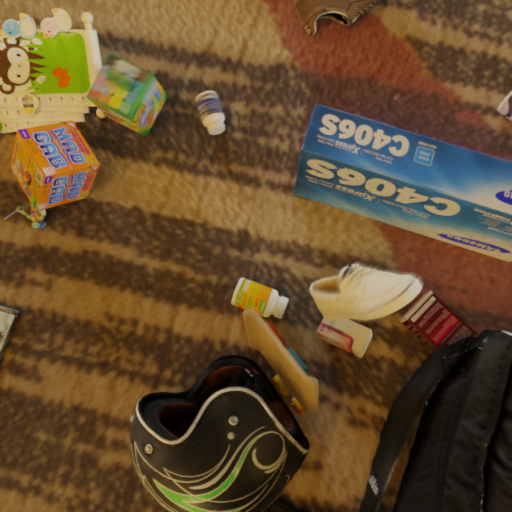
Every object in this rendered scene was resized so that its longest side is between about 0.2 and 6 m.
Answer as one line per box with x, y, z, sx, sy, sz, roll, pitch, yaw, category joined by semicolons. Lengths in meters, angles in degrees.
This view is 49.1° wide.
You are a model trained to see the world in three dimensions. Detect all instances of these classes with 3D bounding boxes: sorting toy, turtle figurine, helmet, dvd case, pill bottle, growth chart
0.460;1.827;9.132;0.286;2.138;1.593;-36;61;-16;sorting toy
-4.184;-0.919;10.475;0.527;0.732;0.710;-15;65;37;turtle figurine
-0.657;2.904;8.690;2.354;2.469;2.469;-37;78;2;helmet
-5.071;1.550;10.144;1.072;0.162;1.469;17;75;4;dvd case
0.078;0.795;10.141;0.945;0.525;0.525;20;77;6;pill bottle
-0.887;-2.825;11.119;0.437;0.437;0.787;-17;77;-4;pill bottle
-4.417;-3.389;10.752;3.106;0.275;2.247;-14;117;-5;growth chart

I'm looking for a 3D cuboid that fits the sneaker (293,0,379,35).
2.022;-5.299;11.687;2.482;0.874;0.937;-16;99;-4;sneaker

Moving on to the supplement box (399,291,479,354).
3.344;1.361;10.058;0.735;0.411;1.350;-43;79;-10;supplement box

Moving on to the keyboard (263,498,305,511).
0.307;5.114;9.078;3.816;0.489;2.291;29;77;6;keyboard

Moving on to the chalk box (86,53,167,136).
-2.400;-2.995;10.341;0.951;1.523;0.944;28;90;5;chalk box

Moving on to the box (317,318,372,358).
1.565;1.386;9.896;0.856;0.548;0.467;24;77;20;box

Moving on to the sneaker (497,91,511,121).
6.081;-3.341;11.001;1.531;0.939;2.353;39;79;8;sneaker

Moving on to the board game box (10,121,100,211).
-3.717;-1.661;10.296;1.067;1.068;1.067;-24;74;-39;board game box

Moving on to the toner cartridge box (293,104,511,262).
2.883;-1.189;9.867;4.343;2.063;0.938;18;77;5;toner cartridge box

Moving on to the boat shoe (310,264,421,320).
1.575;0.496;8.650;0.737;2.080;0.726;-44;104;-28;boat shoe

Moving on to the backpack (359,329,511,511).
3.574;3.357;8.279;2.738;3.609;4.325;24;73;-15;backpack
